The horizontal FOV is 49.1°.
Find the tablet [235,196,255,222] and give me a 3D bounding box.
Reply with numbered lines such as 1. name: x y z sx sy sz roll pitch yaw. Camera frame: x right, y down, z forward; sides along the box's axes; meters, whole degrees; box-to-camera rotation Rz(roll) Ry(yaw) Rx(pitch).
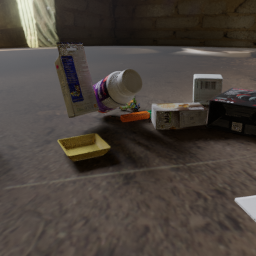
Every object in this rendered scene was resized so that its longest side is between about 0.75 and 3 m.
1. tablet: 3.165 1.690 6.023 1.417 0.097 0.922 -5 21 -12

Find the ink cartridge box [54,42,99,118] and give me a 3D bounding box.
1. ink cartridge box: -1.990 -1.845 10.687 0.509 2.746 1.300 -6 9 40

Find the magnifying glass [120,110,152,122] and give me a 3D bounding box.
1. magnifying glass: 1.127 -0.586 11.836 2.993 0.335 1.191 -7 22 -23

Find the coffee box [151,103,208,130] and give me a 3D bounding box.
1. coffee box: 1.937 -0.475 10.795 1.926 0.768 1.102 -1 21 -3

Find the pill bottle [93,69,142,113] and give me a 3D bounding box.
1. pill bottle: -0.529 -1.492 11.294 1.319 1.319 2.367 -18 -1 -39

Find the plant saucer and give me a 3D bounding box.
1. plant saucer: -1.356 0.613 8.568 1.313 0.318 1.313 -11 23 -24

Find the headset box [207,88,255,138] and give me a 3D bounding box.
1. headset box: 4.723 -0.725 10.942 2.229 1.125 2.999 15 25 34

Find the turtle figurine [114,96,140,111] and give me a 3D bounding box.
1. turtle figurine: -0.080 -1.314 12.821 1.314 0.946 1.274 3 17 -1

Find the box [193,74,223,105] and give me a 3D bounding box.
1. box: 3.891 -1.905 13.784 1.338 1.345 1.152 3 22 11
